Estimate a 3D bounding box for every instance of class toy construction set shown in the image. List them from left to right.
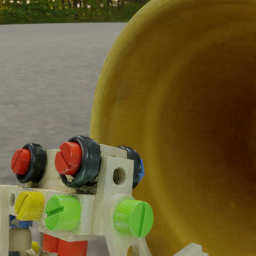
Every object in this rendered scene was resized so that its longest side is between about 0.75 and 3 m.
[{"bbox_3d":[-0.486,0.934,2.264,2.420,1.587,1.115,-3,-15,32],"label":"toy construction set"}]

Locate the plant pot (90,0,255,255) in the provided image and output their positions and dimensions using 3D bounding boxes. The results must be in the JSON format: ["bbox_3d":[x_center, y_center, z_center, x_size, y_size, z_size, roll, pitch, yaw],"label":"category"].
[{"bbox_3d":[1.488,0.235,3.129,2.823,3.001,3.001,-6,23,-35],"label":"plant pot"}]
